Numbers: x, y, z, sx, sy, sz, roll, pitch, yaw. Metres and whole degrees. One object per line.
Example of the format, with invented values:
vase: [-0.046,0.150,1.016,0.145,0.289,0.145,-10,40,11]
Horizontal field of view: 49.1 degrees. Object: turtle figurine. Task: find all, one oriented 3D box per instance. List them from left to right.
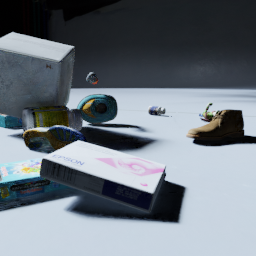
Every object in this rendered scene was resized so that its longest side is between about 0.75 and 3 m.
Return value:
turtle figurine: [4.156,-0.741,13.285,1.320,0.950,1.280,-6,16,-14]

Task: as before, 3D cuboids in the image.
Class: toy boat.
toy boat: [-1.484,-1.324,12.661,1.912,2.274,1.057,-8,1,2]

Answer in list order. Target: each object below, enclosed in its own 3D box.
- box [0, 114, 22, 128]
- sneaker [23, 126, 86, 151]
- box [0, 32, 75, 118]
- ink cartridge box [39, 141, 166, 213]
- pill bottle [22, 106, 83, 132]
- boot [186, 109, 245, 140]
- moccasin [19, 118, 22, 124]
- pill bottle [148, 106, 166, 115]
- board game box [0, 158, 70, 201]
box: [-5.636,-0.434,12.673,2.190,0.538,0.901,9,14,40]
sneaker: [-2.069,0.238,8.374,2.077,0.782,0.915,5,12,22]
box: [-3.779,-1.981,11.174,2.722,2.708,2.332,12,30,-4]
ink cartridge box: [-0.307,0.749,5.529,2.015,0.445,2.053,15,14,12]
pill bottle: [-2.671,-0.229,9.991,1.952,1.098,1.098,-6,12,-31]
boot: [3.056,-0.123,9.728,2.713,1.024,0.999,-9,15,-34]
moccasin: [-3.749,-0.654,12.630,0.963,0.816,2.394,28,25,15]
pill bottle: [1.617,-0.965,15.648,0.919,0.510,0.510,7,13,34]
board game box: [-2.049,0.965,5.560,1.554,0.365,1.174,-6,12,-29]
